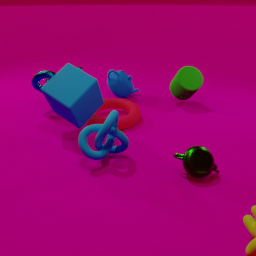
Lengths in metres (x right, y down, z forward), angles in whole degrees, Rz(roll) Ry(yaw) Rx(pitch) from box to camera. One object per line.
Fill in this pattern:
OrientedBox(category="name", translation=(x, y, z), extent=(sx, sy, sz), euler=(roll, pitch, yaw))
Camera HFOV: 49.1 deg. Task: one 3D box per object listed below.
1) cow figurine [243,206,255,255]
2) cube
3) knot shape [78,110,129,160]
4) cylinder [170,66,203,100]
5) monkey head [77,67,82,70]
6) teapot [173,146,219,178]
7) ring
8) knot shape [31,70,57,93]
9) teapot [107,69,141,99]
OrientedBox(category="cow figurine", translation=(2.189, 1.668, 4.242), extent=(0.989, 0.543, 0.973), euler=(1, 40, -19))
OrientedBox(category="cube", translation=(-1.467, -0.860, 7.616), extent=(1.082, 1.082, 1.082), euler=(32, 69, 22))
OrientedBox(category="knot shape", translation=(-0.586, 0.254, 6.493), extent=(1.163, 1.243, 0.574), euler=(-25, 38, -28))
OrientedBox(category="cylinder", translation=(2.039, -1.561, 9.866), extent=(0.918, 0.918, 0.918), euler=(-5, -15, -10))
OrientedBox(category="monkey head", translation=(-2.539, -1.947, 11.230), extent=(1.215, 1.018, 1.689), euler=(16, 32, 27))
OrientedBox(category="teapot", translation=(1.556, 0.774, 6.196), extent=(1.140, 0.709, 0.558), euler=(19, -17, -1))
OrientedBox(category="ring", translation=(-0.484, -0.475, 8.880), extent=(1.796, 0.359, 1.796), euler=(0, 30, 0))
OrientedBox(category="knot shape", translation=(-2.407, -1.214, 9.478), extent=(1.467, 1.568, 0.724), euler=(31, 72, 9))
OrientedBox(category="teapot", translation=(-0.189, -1.673, 10.591), extent=(0.854, 1.744, 1.085), euler=(-31, 52, 21))
